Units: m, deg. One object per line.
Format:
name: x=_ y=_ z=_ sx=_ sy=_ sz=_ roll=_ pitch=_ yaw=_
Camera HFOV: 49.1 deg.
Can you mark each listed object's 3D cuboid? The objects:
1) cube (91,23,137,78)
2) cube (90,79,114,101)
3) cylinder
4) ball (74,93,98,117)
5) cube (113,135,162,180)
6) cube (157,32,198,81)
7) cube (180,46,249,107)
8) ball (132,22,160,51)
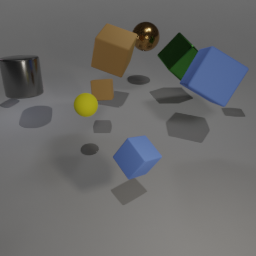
cube: x=-0.577 y=-3.224 z=11.644 sx=1.400 sy=1.400 sz=1.400 roll=20 pitch=46 yaw=2
cube: x=-0.895 y=-1.356 z=9.882 sx=0.700 sy=0.700 sz=0.700 roll=-3 pitch=12 yaw=3
cylinder: x=-3.963 y=-1.936 z=10.483 sx=1.400 sy=1.400 sz=1.400 roll=-1 pitch=21 yaw=1
ball: x=-1.229 y=-0.672 z=8.164 sx=0.700 sy=0.700 sz=0.700 roll=0 pitch=31 yaw=0
cube: x=0.218 y=0.681 z=6.618 sx=0.700 sy=0.700 sz=0.700 roll=-6 pitch=51 yaw=-50
cube: x=2.443 y=-3.078 z=12.507 sx=1.400 sy=1.400 sz=1.400 roll=29 pitch=25 yaw=-39
cube: x=2.787 y=-1.710 z=9.321 sx=1.400 sy=1.400 sz=1.400 roll=29 pitch=10 yaw=-7
ball: x=0.866 y=-4.513 z=13.844 sx=1.400 sy=1.400 sz=1.400 roll=0 pitch=31 yaw=0
